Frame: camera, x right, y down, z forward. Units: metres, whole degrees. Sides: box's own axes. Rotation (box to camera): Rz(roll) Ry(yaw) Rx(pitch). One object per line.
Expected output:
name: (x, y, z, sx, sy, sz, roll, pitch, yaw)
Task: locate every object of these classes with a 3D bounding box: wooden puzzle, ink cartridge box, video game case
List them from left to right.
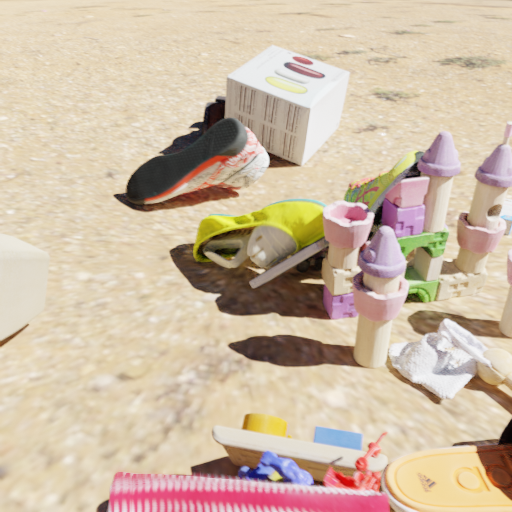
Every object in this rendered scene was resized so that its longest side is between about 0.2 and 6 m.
video game case: (0.608, 0.049, 8.254, 1.214, 0.134, 1.105, -31, -4, 28)
wooden puzzle: (0.418, 1.781, 5.124, 1.431, 1.545, 0.358, 7, 64, 11)
ink cartridge box: (4.546, -0.759, 10.412, 0.537, 0.316, 0.932, 17, 35, 26)

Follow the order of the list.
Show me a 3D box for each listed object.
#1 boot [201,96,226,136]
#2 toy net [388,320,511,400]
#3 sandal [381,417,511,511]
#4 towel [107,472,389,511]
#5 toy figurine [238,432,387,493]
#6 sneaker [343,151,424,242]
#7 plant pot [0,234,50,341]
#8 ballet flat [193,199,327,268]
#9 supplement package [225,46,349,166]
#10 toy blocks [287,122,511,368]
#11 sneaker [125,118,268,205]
boot: (0.162, -3.211, 14.307, 2.908, 0.996, 2.738, 12, 26, 5)
toy net: (3.479, 1.211, 6.757, 3.583, 0.692, 1.879, 11, 33, 18)
sandal: (2.662, 1.978, 5.339, 2.870, 0.822, 1.099, -4, 31, -7)
towel: (-0.137, 2.655, 3.222, 1.834, 0.285, 2.536, 3, 75, 4)
toy figurine: (0.336, 1.980, 4.458, 1.021, 1.704, 0.899, 19, 38, 28)
sneaker: (1.744, -0.887, 8.383, 0.826, 2.113, 0.954, -6, 58, -35)
plant pot: (-3.460, 0.311, 7.275, 1.290, 1.292, 1.144, 20, 18, 27)
ballet flat: (-0.015, -0.227, 8.504, 2.671, 0.892, 0.895, -3, 50, 45)
supplement package: (0.707, -3.605, 13.245, 2.147, 1.579, 2.054, 26, 49, 18)
toy blocks: (2.151, -0.536, 7.805, 2.898, 2.610, 3.101, -8, 32, -13)
sneaker: (-1.115, -1.579, 11.226, 2.824, 1.514, 0.943, -26, 63, 20)
